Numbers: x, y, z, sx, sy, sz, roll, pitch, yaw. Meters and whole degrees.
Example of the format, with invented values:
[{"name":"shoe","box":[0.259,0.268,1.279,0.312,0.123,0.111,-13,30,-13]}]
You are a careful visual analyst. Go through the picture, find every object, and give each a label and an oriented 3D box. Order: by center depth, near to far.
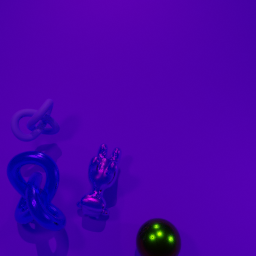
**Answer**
[{"name":"ball","box":[0.601,2.249,5.542,0.898,0.898,0.898,0,59,0]},{"name":"knot shape","box":[-1.791,1.413,5.623,0.781,1.691,1.582,-15,48,-40]},{"name":"cow figurine","box":[-0.614,1.213,6.265,0.773,1.385,1.408,16,24,2]},{"name":"knot shape","box":[-2.005,-0.207,6.368,0.519,1.123,1.050,48,114,30]}]
